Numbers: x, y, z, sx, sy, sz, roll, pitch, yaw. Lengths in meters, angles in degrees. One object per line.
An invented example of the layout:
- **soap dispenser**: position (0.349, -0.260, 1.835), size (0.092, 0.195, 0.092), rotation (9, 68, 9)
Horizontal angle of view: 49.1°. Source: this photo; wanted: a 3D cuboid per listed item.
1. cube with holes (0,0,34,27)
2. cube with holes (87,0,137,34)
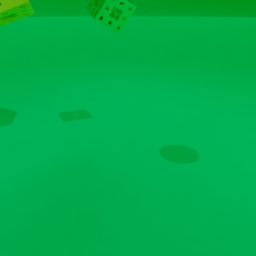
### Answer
- **cube with holes**: position (-2.946, -3.000, 6.146), size (1.191, 1.191, 1.191), rotation (-26, 16, -7)
- **cube with holes**: position (-0.398, -2.833, 6.571), size (0.736, 0.736, 0.736), rotation (16, 34, -38)
